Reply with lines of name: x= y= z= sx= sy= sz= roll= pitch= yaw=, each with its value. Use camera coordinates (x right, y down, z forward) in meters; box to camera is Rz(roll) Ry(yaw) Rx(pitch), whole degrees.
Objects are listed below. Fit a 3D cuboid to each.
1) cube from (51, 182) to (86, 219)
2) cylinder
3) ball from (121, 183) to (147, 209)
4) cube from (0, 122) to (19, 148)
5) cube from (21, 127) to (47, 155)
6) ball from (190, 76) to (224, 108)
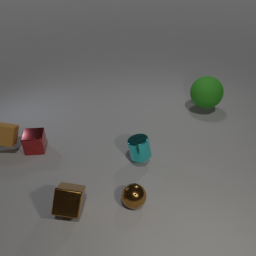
cube: x=-1.558 y=1.897 z=7.415 sx=0.700 sy=0.700 sz=0.700 roll=9 pitch=3 yaw=-1
cylinder: x=0.378 y=0.652 z=9.196 sx=0.700 sy=0.700 sz=0.700 roll=-11 pitch=29 yaw=6
ball: x=0.165 y=1.882 z=7.752 sx=0.700 sy=0.700 sz=0.700 roll=0 pitch=32 yaw=0
cube: x=-4.297 y=0.229 z=9.830 sx=0.700 sy=0.700 sz=0.700 roll=9 pitch=8 yaw=-9
cube: x=-3.321 y=0.473 z=9.945 sx=0.700 sy=0.700 sz=0.700 roll=-3 pitch=38 yaw=-5
ball: x=3.417 y=-1.549 z=12.164 sx=1.400 sy=1.400 sz=1.400 roll=0 pitch=32 yaw=0
